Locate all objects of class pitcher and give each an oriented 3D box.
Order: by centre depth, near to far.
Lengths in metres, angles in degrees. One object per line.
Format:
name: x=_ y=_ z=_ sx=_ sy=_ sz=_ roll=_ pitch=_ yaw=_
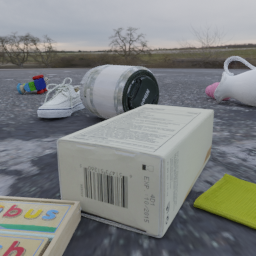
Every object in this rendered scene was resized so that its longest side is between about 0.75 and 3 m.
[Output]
pitcher: x=4.845 y=-1.890 z=11.088 sx=2.372 sy=2.035 sz=1.438 roll=9 pitch=-6 yaw=35

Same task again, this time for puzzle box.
puzzle box: x=-1.642 y=1.109 z=2.835 sx=2.056 sy=0.261 sz=1.368 roll=1 pitch=14 yaw=6

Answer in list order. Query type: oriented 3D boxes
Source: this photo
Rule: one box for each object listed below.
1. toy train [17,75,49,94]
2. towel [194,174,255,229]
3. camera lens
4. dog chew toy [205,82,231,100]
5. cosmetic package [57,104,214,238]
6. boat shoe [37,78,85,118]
toy train: x=-5.070 y=-2.316 z=15.199 sx=1.261 sy=0.923 sz=2.180 roll=-13 pitch=14 yaw=2
towel: x=2.051 y=1.043 z=3.204 sx=2.369 sy=0.214 sz=1.019 roll=12 pitch=18 yaw=40
camera lens: x=-0.242 y=-1.010 z=8.278 sx=1.642 sy=1.642 sz=2.053 roll=-14 pitch=20 yaw=-42
dog chew toy: x=4.114 y=-1.690 z=12.739 sx=0.864 sy=0.864 sz=1.388 roll=-9 pitch=9 yaw=-32
cosmetic package: x=0.356 y=0.354 z=4.312 sx=1.446 sy=0.977 sz=2.748 roll=7 pitch=16 yaw=27
boat shoe: x=-2.168 y=-1.112 z=9.581 sx=1.039 sy=1.199 sz=2.813 roll=4 pitch=15 yaw=16
